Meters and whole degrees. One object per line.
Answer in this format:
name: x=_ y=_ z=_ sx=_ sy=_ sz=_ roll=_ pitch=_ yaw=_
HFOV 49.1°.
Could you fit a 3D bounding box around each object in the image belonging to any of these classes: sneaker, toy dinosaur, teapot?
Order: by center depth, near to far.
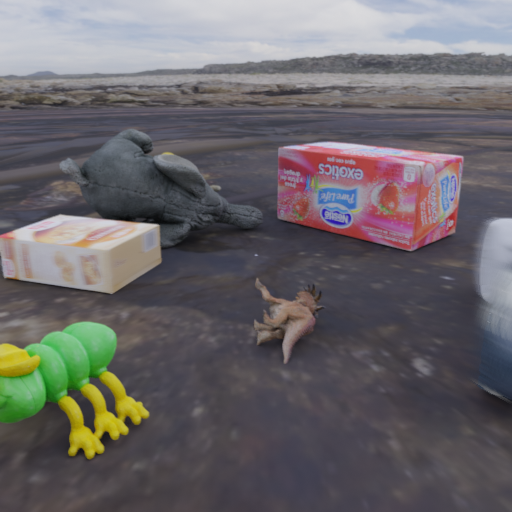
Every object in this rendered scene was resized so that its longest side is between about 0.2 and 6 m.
sneaker: x=3.373 y=0.616 z=5.328 sx=3.285 sy=1.275 sz=1.418 roll=-14 pitch=26 yaw=-37
toy dinosaur: x=0.443 y=0.685 z=6.297 sx=0.874 sy=0.553 sz=1.290 roll=4 pitch=23 yaw=-9
teapot: x=3.369 y=0.097 z=7.028 sx=0.883 sy=1.193 sz=1.209 roll=5 pitch=26 yaw=13

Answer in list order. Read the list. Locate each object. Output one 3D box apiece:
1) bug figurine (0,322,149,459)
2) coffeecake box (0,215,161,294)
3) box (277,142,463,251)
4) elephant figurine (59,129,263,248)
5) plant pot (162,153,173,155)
bug figurine: x=-2.866 y=1.036 z=4.331 sx=3.975 sy=1.023 sz=3.083 roll=11 pitch=20 yaw=30
coffeecake box: x=-2.566 y=-0.078 z=8.322 sx=1.822 sy=0.666 sz=1.399 roll=6 pitch=19 yaw=18
box: x=2.037 y=-1.252 z=10.564 sx=3.123 sy=1.478 sz=1.602 roll=17 pitch=25 yaw=42
elephant figurine: x=-1.503 y=-1.063 z=9.879 sx=2.779 sy=1.967 sz=2.156 roll=22 pitch=54 yaw=16
plant pot: x=-2.546 y=-2.456 z=15.681 sx=0.678 sy=0.678 sz=0.638 roll=6 pitch=35 yaw=18
